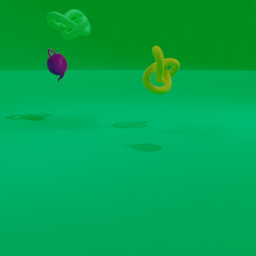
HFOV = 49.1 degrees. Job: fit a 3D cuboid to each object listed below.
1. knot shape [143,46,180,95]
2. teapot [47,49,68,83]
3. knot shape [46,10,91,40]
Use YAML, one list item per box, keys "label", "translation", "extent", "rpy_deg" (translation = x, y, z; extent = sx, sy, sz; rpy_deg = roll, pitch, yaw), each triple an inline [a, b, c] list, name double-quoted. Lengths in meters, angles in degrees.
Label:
- label: "knot shape"
  translation: [1.121, -1.815, 8.954]
  extent: [0.681, 1.474, 1.380]
  rpy_deg: [10, 11, 38]
- label: "teapot"
  translation: [-2.586, -2.239, 10.114]
  extent: [0.629, 1.284, 0.798]
  rpy_deg: [-2, 34, 22]
- label: "knot shape"
  translation: [-1.919, -3.682, 9.890]
  extent: [1.604, 0.741, 1.501]
  rpy_deg: [28, 36, 22]
